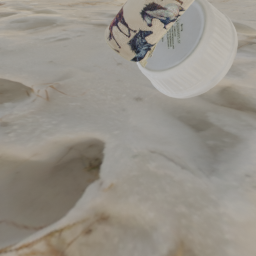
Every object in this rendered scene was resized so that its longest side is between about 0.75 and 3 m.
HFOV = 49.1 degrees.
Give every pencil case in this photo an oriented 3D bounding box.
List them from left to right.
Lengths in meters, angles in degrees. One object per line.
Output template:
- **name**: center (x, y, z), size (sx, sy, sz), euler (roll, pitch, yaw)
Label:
- **pencil case**: center (0.460, -1.648, 3.710), size (0.788, 1.762, 0.685), euler (33, 41, -19)

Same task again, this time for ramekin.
- **ramekin**: center (0.948, -1.552, 5.204), size (0.878, 1.885, 1.885), euler (20, 11, -48)
